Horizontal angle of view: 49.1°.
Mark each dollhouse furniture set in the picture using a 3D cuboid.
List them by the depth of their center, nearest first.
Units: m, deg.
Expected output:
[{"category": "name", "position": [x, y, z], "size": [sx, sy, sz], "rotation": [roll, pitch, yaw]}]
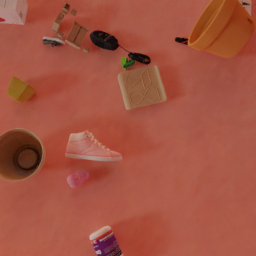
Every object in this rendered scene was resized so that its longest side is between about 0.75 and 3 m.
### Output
[{"category": "dollhouse furniture set", "position": [-2.229, -4.097, 11.805], "size": [1.712, 0.836, 1.460], "rotation": [28, 77, -18]}]

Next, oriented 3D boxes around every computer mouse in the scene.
[{"category": "computer mouse", "position": [-0.341, -3.207, 11.487], "size": [2.743, 0.467, 0.804], "rotation": [29, 43, 5]}]

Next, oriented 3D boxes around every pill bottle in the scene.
[{"category": "pill bottle", "position": [-0.683, 4.134, 9.512], "size": [0.796, 0.796, 1.415], "rotation": [-26, 78, -6]}]

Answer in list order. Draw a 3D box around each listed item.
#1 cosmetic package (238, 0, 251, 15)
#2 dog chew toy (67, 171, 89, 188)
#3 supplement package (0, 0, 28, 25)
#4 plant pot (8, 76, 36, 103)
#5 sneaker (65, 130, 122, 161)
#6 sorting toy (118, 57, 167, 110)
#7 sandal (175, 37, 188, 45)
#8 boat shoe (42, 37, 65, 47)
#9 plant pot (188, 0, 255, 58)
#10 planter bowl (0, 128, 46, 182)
[{"category": "cosmetic package", "position": [4.677, -5.718, 11.989], "size": [1.075, 0.660, 2.605], "rotation": [8, 76, 1]}, {"category": "dog chew toy", "position": [-1.810, 1.841, 10.250], "size": [0.809, 0.504, 0.504], "rotation": [-25, 77, -15]}, {"category": "supplement package", "position": [-5.211, -5.056, 11.638], "size": [1.672, 1.014, 1.001], "rotation": [5, 76, 1]}, {"category": "plant pot", "position": [-4.215, -1.437, 10.933], "size": [0.751, 0.746, 0.768], "rotation": [29, 84, 7]}, {"category": "sneaker", "position": [-1.224, 0.640, 10.293], "size": [2.087, 0.785, 1.091], "rotation": [6, 85, 1]}, {"category": "sorting toy", "position": [0.470, -1.939, 11.237], "size": [1.672, 0.333, 2.262], "rotation": [-14, 79, -1]}, {"category": "sandal", "position": [2.343, -3.673, 11.740], "size": [0.750, 0.169, 0.282], "rotation": [10, 77, 2]}, {"category": "boat shoe", "position": [-3.095, -3.535, 11.658], "size": [0.974, 0.351, 0.345], "rotation": [12, 86, 13]}, {"category": "plant pot", "position": [3.682, -3.824, 10.813], "size": [1.670, 2.386, 2.386], "rotation": [29, 78, -10]}, {"category": "planter bowl", "position": [-3.774, 1.029, 10.053], "size": [1.816, 1.222, 1.816], "rotation": [0, 76, -1]}]
